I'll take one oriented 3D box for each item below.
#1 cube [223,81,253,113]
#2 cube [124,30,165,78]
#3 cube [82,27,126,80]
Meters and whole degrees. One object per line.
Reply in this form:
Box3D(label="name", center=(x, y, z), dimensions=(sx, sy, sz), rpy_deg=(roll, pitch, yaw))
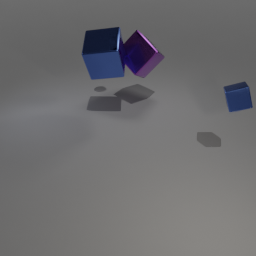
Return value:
Box3D(label="cube", center=(3.470, -0.984, 8.872), dimensions=(0.700, 0.700, 0.700), rpy_deg=(-12, 19, 18))
Box3D(label="cube", center=(0.573, -3.289, 12.670), dimensions=(1.400, 1.400, 1.400), rpy_deg=(50, 18, 10))
Box3D(label="cube", center=(-0.912, -2.942, 11.138), dimensions=(1.400, 1.400, 1.400), rpy_deg=(-4, 56, 8))
